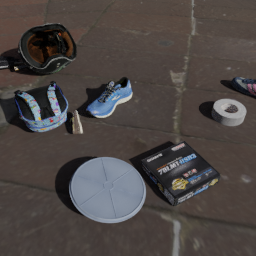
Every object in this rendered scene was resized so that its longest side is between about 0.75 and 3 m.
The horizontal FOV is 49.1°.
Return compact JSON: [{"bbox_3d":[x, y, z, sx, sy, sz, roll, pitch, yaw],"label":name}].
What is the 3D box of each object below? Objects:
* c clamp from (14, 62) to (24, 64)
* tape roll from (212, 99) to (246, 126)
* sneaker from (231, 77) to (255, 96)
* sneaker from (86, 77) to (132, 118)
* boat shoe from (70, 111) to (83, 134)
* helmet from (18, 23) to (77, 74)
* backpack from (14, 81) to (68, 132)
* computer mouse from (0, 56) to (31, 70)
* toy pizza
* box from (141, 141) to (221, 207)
[{"bbox_3d":[-4.960,-3.809,14.582,1.826,0.290,2.138,-1,36,-23],"label":"c clamp"},{"bbox_3d":[4.022,-0.637,11.191,1.260,0.416,1.260,0,41,0],"label":"tape roll"},{"bbox_3d":[5.749,-1.890,12.138,2.491,1.022,0.874,29,49,28],"label":"sneaker"},{"bbox_3d":[-0.793,-1.350,11.463,0.983,1.116,2.504,26,50,27],"label":"sneaker"},{"bbox_3d":[-2.024,-0.225,10.726,0.367,0.443,1.232,-13,46,-12],"label":"boat shoe"},{"bbox_3d":[-3.844,-3.660,13.167,2.291,2.403,2.403,-14,38,19],"label":"helmet"},{"bbox_3d":[-3.108,-0.627,10.459,1.843,1.358,2.019,-19,44,-20],"label":"backpack"},{"bbox_3d":[-5.871,-3.098,13.922,2.299,0.529,1.614,-10,37,-28],"label":"computer mouse"},{"bbox_3d":[-0.596,1.810,8.333,2.259,0.358,2.259,7,44,-6],"label":"toy pizza"},{"bbox_3d":[1.648,1.367,8.930,1.817,0.451,1.803,-21,46,-22],"label":"box"}]
